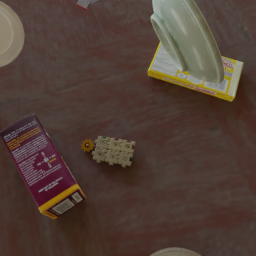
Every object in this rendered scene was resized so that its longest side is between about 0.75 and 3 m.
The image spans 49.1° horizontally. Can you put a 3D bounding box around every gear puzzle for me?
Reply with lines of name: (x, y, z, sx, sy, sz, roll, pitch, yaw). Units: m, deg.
gear puzzle: (-0.621, 0.675, 8.252, 1.609, 0.211, 0.833, 9, 68, 7)

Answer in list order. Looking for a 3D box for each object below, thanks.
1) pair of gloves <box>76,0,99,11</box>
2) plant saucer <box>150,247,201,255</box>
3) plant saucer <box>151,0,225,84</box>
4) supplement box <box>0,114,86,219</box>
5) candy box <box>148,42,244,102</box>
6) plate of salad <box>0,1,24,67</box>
pair of gloves: (-1.602, -4.557, 9.180, 1.509, 0.172, 1.213, 28, 67, -14)
plant saucer: (1.210, 4.131, 6.580, 2.453, 0.361, 2.453, 0, 65, 0)
plant saucer: (1.128, -1.989, 6.155, 0.666, 2.653, 2.653, -32, 68, 9)
supplement box: (-2.231, 1.033, 7.433, 1.039, 1.338, 2.425, -31, 70, -14)
candy box: (2.243, -1.960, 9.326, 2.878, 0.380, 1.471, 19, 64, 8)
plate of salad: (-2.877, -1.941, 5.766, 1.403, 0.337, 1.403, -2, 97, -19)
